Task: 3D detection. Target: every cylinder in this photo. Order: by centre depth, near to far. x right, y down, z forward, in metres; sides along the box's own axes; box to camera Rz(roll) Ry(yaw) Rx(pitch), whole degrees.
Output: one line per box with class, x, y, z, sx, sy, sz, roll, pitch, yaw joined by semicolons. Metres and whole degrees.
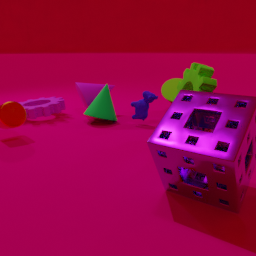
cylinder;-3.239;-0.337;7.650;0.707;0.707;0.707;-14;5;-39

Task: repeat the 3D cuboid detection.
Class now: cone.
cone;-0.810;-0.914;9.352;1.142;1.147;1.142;12;5;-1
cone;-1.063;-1.303;10.277;1.314;1.309;1.309;-25;23;-12
cone;1.845;-1.125;10.718;1.091;1.095;1.091;-4;59;7

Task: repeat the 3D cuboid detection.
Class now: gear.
gear;1.605;-0.648;7.140;0.358;1.936;1.936;12;15;-10
gear;-3.246;-0.740;10.107;1.895;0.350;1.895;-5;18;2

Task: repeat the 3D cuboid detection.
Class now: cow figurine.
cow figurine;0.534;-0.693;8.840;0.915;0.930;0.511;-2;2;38

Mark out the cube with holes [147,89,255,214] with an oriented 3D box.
cube with holes;1.310;0.327;4.589;1.290;1.290;1.290;11;51;34
